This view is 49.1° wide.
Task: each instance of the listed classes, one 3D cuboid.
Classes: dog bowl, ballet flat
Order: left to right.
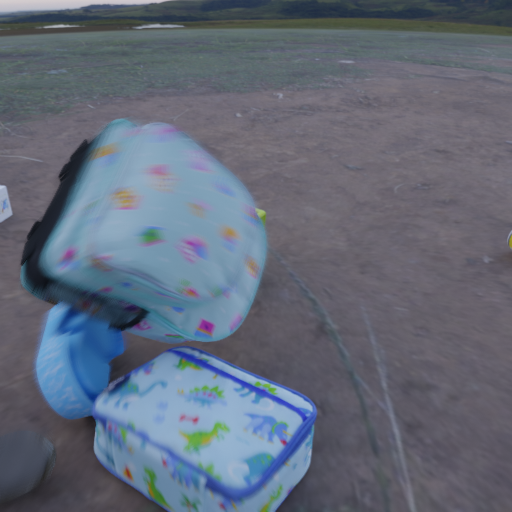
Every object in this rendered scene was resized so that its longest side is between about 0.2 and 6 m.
[{"bbox_3d":[-3.656,2.560,6.139,2.838,0.658,0.956,-13,67,-14],"label":"ballet flat"},{"bbox_3d":[-2.401,1.316,7.702,0.539,1.211,2.173,-26,31,6],"label":"dog bowl"}]

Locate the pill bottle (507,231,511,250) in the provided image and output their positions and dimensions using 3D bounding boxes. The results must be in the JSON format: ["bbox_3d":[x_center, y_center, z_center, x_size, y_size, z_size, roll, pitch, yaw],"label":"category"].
[{"bbox_3d":[5.487,-0.113,10.979,0.645,0.645,1.151,-2,29,-4],"label":"pill bottle"}]

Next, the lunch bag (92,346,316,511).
[{"bbox_3d":[-0.597,2.037,6.650,2.372,0.978,1.907,19,27,30],"label":"lunch bag"}]

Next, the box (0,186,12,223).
[{"bbox_3d":[-6.305,-0.992,12.492,0.830,0.748,1.475,6,29,12],"label":"box"}]

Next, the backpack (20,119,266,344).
[{"bbox_3d":[-1.179,-0.159,7.348,2.156,2.813,2.473,-15,50,46],"label":"backpack"}]

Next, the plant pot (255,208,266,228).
[{"bbox_3d":[-0.759,-0.174,10.399,1.438,1.305,1.431,17,32,29],"label":"plant pot"}]
